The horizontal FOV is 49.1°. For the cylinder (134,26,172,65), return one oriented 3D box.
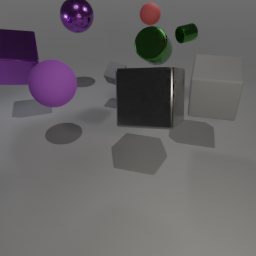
[{"bbox_3d":[1.138,-3.562,12.271,1.400,1.400,1.400,11,7,17],"label":"cylinder"}]

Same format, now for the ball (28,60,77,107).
[{"bbox_3d":[-2.219,-1.309,8.293,1.400,1.400,1.400,0,31,0],"label":"ball"}]

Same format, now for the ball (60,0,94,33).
[{"bbox_3d":[-2.127,-4.693,11.666,1.400,1.400,1.400,0,31,0],"label":"ball"}]

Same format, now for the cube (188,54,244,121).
[{"bbox_3d":[2.641,-1.247,8.522,1.400,1.400,1.400,7,45,14],"label":"cube"}]

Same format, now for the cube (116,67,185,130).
[{"bbox_3d":[0.604,-0.791,7.067,1.400,1.400,1.400,3,11,21],"label":"cube"}]

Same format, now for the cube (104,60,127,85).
[{"bbox_3d":[-0.472,-2.171,11.223,0.700,0.700,0.700,18,80,13],"label":"cube"}]

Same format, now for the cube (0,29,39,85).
[{"bbox_3d":[-4.040,-2.503,10.041,1.400,1.400,1.400,-4,64,-24],"label":"cube"}]

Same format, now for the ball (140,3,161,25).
[{"bbox_3d":[0.736,-3.782,9.303,0.700,0.700,0.700,0,31,0],"label":"ball"}]

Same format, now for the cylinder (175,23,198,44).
[{"bbox_3d":[2.470,-4.001,11.844,0.700,0.700,0.700,-20,36,-20],"label":"cylinder"}]
